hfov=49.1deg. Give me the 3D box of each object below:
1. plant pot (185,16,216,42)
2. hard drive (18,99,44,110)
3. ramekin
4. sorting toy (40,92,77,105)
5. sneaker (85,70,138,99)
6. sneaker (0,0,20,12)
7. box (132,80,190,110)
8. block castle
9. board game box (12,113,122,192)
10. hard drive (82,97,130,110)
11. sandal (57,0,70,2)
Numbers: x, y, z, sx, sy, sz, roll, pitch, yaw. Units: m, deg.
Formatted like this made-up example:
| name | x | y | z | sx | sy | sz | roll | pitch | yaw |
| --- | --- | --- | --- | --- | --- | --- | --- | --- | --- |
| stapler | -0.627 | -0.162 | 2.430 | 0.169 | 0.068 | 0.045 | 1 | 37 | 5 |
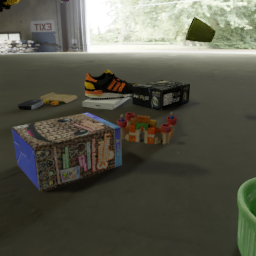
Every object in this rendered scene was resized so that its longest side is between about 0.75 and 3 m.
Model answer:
| name | x | y | z | sx | sy | sz | roll | pitch | yaw |
| --- | --- | --- | --- | --- | --- | --- | --- | --- | --- |
| plant pot | 2.262 | -2.942 | 8.625 | 0.772 | 0.722 | 0.722 | 20 | 20 | 0 |
| hard drive | -3.799 | -0.925 | 11.004 | 0.665 | 0.209 | 0.986 | 3 | 19 | 10 |
| ramekin | 2.149 | 1.301 | 3.447 | 1.600 | 0.782 | 1.600 | 0 | 19 | 0 |
| sorting toy | -3.046 | -1.197 | 11.877 | 1.219 | 0.219 | 1.636 | 10 | 21 | 14 |
| sneaker | -0.563 | -1.831 | 11.435 | 2.470 | 1.111 | 0.864 | -8 | 20 | -22 |
| sneaker | -2.397 | -2.254 | 4.832 | 0.981 | 2.181 | 0.763 | 35 | 33 | 0 |
| box | 1.354 | -1.375 | 11.385 | 1.539 | 0.809 | 1.879 | 17 | 25 | 41 |
| block castle | 0.518 | -0.092 | 7.731 | 1.510 | 0.708 | 1.009 | 7 | 20 | 19 |
| board game box | -1.286 | 0.394 | 5.970 | 1.842 | 0.892 | 1.468 | -14 | 23 | -34 |
| hard drive | -0.845 | -1.169 | 11.636 | 1.324 | 0.264 | 2.008 | 6 | 19 | 17 |
| sandal | -1.965 | -3.817 | 7.754 | 0.955 | 0.577 | 2.347 | 36 | 19 | -19 |
